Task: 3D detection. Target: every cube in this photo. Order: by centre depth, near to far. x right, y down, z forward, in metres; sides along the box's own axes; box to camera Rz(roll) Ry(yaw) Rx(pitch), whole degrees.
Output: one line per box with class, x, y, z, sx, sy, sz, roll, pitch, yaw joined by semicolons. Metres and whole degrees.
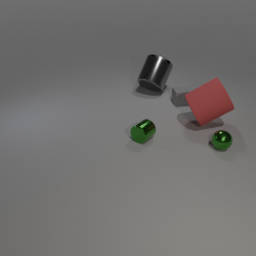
cube;2.468;-1.487;13.089;0.700;0.700;0.700;-4;30;-7

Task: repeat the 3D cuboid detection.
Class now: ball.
ball;3.291;0.421;9.801;0.700;0.700;0.700;0;30;0

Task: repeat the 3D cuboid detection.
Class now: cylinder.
cylinder;0.562;0.116;10.334;0.700;0.700;0.700;21;37;32
cylinder;3.139;-1.007;10.855;1.400;1.400;1.400;-29;26;16
cylinder;1.346;-2.723;14.013;1.400;1.400;1.400;23;-6;3
